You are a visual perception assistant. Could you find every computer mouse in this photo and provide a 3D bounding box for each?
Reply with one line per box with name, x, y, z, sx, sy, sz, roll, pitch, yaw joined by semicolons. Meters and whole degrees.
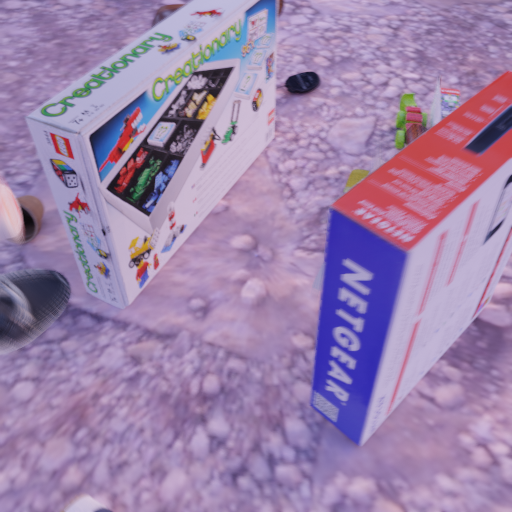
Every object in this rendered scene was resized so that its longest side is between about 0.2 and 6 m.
computer mouse;0.586;-3.621;12.217;1.754;0.298;0.514;-16;67;-8

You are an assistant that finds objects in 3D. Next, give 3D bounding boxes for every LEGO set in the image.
LEGO set;1.826;-0.469;7.401;0.581;2.367;1.768;33;13;33

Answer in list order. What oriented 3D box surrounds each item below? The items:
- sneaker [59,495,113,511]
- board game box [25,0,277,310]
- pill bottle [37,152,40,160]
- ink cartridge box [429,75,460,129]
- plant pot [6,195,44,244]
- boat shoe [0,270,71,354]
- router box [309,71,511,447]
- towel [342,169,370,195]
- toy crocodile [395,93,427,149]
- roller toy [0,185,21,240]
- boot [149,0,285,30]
sneaker;-1.779;3.546;4.954;1.385;0.895;2.554;18;46;19
board game box;-1.095;-1.928;8.615;0.847;3.088;4.892;21;50;19
pill bottle;-3.755;-2.215;10.605;0.602;0.602;1.103;-5;47;-4
ink cartridge box;3.664;-2.721;10.889;0.409;0.886;1.625;9;47;8
plant pot;-3.789;-0.673;9.142;0.763;0.763;0.665;5;29;5
boat shoe;-3.152;0.750;6.526;2.578;0.778;0.975;-35;97;-49
router box;1.993;0.131;6.405;0.842;3.448;3.095;35;56;30
towel;2.035;-0.948;9.700;1.137;0.180;1.584;15;48;13
toy crocodile;3.051;-2.534;10.949;0.599;0.548;1.775;7;47;6
roller toy;-2.501;-0.378;5.276;0.391;0.510;0.559;-15;68;1
boot;-0.891;-4.326;11.486;3.112;1.072;3.339;-10;43;9
